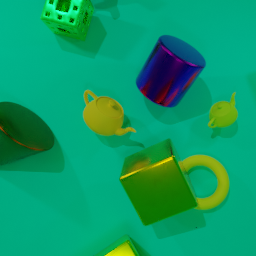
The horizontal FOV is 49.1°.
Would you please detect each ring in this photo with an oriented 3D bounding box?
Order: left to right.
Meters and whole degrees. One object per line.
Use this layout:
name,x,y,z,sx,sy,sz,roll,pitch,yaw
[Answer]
ring,1.765,1.298,6.772,1.312,0.262,1.312,-2,73,8

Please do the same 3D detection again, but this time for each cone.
cone,-2.935,0.483,6.815,1.607,1.601,1.601,-46,78,16

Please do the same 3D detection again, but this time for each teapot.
teapot,-0.506,-0.315,6.886,1.653,0.809,1.028,44,39,10
teapot,2.368,-0.405,6.972,1.110,0.544,0.690,-46,41,-11

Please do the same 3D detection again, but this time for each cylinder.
cylinder,1.012,-1.369,6.817,1.271,1.271,1.271,19,38,-16

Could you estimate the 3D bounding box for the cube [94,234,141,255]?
cube,-0.211,3.207,5.737,1.366,1.366,1.366,-31,77,-10

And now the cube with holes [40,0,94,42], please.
cube with holes,-1.598,-3.091,7.570,0.980,0.980,0.980,16,89,5

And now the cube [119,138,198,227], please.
cube,0.648,1.127,6.056,1.198,1.198,1.198,-25,101,11
